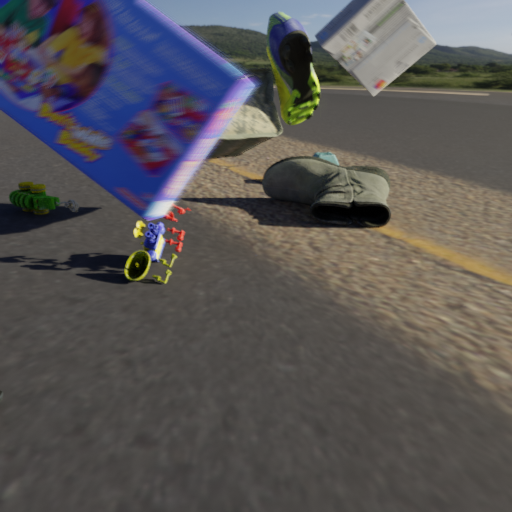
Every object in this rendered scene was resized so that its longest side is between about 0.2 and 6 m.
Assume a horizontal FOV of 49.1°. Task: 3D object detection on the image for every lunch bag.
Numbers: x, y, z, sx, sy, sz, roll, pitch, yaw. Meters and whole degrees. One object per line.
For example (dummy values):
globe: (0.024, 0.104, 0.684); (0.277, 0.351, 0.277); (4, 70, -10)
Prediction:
lunch bag: (-1.197, -2.693, 11.116); (2.690, 1.581, 2.206); (-10, 0, -27)

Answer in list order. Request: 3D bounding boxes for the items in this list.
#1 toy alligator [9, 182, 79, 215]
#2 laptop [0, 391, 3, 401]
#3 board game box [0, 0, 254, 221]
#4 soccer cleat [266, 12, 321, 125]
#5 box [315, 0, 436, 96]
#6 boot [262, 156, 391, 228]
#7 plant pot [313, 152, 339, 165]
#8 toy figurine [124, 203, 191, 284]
toy alligator: (-4.909, -1.223, 12.542); (2.177, 0.646, 0.591); (14, 25, 32)
laptop: (-4.261, 1.420, 4.066); (3.249, 1.893, 3.666); (0, 21, -2)
board game box: (-1.560, -1.812, 5.696); (2.555, 1.718, 0.572); (38, 11, 1)
soccer cleat: (0.700, -3.643, 11.091); (0.837, 2.589, 1.083); (-25, 64, -4)
box: (2.182, -3.885, 10.081); (1.905, 1.485, 0.392); (21, 40, -47)
boot: (1.469, -1.431, 12.667); (3.198, 1.083, 2.089); (4, 28, 15)
plant pot: (1.869, -2.427, 15.432); (0.785, 0.800, 0.783); (-4, 22, -9)
toy figurine: (-1.713, -0.090, 9.796); (0.843, 0.957, 1.598); (12, 65, -2)
